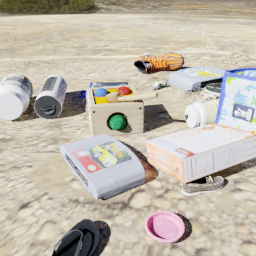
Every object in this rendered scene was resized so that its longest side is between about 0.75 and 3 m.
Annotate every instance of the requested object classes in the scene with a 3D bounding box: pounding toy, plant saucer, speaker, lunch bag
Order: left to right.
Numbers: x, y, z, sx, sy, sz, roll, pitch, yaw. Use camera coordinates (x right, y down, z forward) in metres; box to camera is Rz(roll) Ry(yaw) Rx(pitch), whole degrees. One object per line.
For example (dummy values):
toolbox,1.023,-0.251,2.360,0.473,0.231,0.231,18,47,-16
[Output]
speaker,-2.982,-1.267,11.027,0.988,0.988,2.434,-3,28,-5
pounding toy,-0.279,-0.733,9.346,2.026,1.564,2.200,-5,28,-9
plant saucer,0.729,1.998,5.582,0.783,0.199,0.783,-1,28,0
lunch bag,4.046,-0.616,8.427,2.603,2.214,1.659,5,27,8

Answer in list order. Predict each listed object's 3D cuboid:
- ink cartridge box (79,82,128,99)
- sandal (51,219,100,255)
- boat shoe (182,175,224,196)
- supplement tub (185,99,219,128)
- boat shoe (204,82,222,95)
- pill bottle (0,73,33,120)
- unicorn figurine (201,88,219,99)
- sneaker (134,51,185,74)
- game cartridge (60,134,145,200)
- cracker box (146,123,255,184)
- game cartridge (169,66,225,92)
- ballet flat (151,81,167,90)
ink cartridge box,-1.047,-1.697,12.464,2.185,0.428,1.086,-3,28,-3
sandal,-1.073,2.246,4.892,0.693,0.390,1.822,12,30,23
boat shoe,1.834,1.321,6.727,1.132,0.337,0.407,-8,28,-15
supplement tub,2.685,-0.474,9.559,1.249,0.906,0.906,-9,29,-15
boat shoe,4.727,-1.941,12.427,2.566,0.851,0.959,6,30,12
pill bottle,-4.339,-1.205,10.612,1.253,1.253,2.154,-5,28,-9
unicorn figurine,3.492,-1.406,12.041,0.835,0.308,0.573,18,22,16
sneaker,1.593,-3.470,15.394,2.804,1.088,1.571,4,30,30
game cartridge,-0.664,0.889,7.485,1.585,0.487,2.382,-12,30,-30
cracker box,1.942,0.561,7.461,2.449,0.707,1.641,-13,17,-24
game cartridge,3.621,-2.508,13.904,2.974,0.602,1.983,-15,27,-27
ballet flat,1.448,-2.032,13.183,0.987,0.355,0.355,-19,33,-32
